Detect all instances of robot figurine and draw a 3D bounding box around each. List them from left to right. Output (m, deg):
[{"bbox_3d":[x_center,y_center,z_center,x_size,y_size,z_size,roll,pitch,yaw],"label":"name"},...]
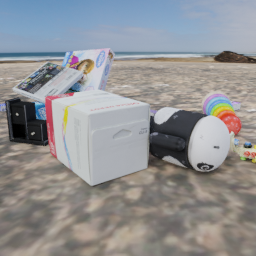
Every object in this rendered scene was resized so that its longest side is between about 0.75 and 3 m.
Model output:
[{"bbox_3d":[1.493,0.292,7.633,2.454,1.531,1.844,15,49,39],"label":"robot figurine"}]

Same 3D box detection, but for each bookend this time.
[{"bbox_3d":[-3.269,-0.230,9.429,1.430,1.421,0.659,7,17,17],"label":"bookend"}]

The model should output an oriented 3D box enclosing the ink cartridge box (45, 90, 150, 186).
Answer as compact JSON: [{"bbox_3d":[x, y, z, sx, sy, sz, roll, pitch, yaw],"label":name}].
[{"bbox_3d":[-0.872,0.091,7.645,1.834,1.826,2.525,-12,21,-34],"label":"ink cartridge box"}]

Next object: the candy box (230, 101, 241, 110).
[{"bbox_3d":[5.061,-1.144,14.226,0.795,0.339,0.947,-13,21,-35],"label":"candy box"}]

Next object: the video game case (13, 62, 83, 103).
[{"bbox_3d":[-3.608,-2.102,12.784,2.183,0.280,2.401,20,51,23],"label":"video game case"}]

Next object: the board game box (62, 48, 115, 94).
[{"bbox_3d":[-2.267,-2.565,13.946,2.799,2.805,0.577,4,-19,29],"label":"board game box"}]

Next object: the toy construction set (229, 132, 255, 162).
[{"bbox_3d":[3.399,0.685,7.667,1.065,0.748,1.624,-9,30,-44],"label":"toy construction set"}]

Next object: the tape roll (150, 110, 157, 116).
[{"bbox_3d":[0.538,-0.068,9.831,1.623,0.690,1.623,-2,23,1],"label":"tape roll"}]

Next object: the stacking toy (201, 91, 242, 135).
[{"bbox_3d":[3.739,-0.477,11.067,1.242,1.242,2.909,1,25,4],"label":"stacking toy"}]

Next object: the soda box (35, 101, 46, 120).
[{"bbox_3d":[-3.172,-0.802,12.428,2.327,0.747,0.789,-6,18,-17],"label":"soda box"}]

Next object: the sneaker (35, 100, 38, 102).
[{"bbox_3d":[-4.184,-1.225,14.350,1.429,0.538,0.630,25,22,35],"label":"sneaker"}]

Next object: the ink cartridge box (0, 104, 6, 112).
[{"bbox_3d":[-5.765,-1.087,14.130,1.314,0.291,0.618,-10,19,-30],"label":"ink cartridge box"}]
